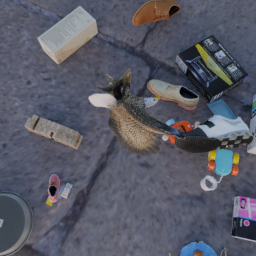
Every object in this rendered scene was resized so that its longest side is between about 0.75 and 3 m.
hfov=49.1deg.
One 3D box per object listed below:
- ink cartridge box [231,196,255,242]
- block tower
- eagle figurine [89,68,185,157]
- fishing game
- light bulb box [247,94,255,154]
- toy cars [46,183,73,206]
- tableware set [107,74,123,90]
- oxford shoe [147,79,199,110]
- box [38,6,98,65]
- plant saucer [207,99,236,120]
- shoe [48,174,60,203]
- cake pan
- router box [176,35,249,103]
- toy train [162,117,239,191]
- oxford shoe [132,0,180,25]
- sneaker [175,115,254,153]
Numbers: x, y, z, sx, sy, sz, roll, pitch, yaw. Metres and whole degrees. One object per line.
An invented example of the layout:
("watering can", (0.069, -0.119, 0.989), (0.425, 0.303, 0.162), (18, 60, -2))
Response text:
("ink cartridge box", (4.381, 2.859, 8.248), (2.500, 0.464, 1.184), (12, 72, 1))
("block tower", (-2.393, 0.112, 9.081), (1.787, 0.516, 0.483), (21, 74, 5))
("eagle figurine", (0.240, -0.319, 7.214), (1.700, 1.709, 2.252), (-27, 83, 14))
("fishing game", (2.051, 3.888, 7.987), (1.722, 0.268, 1.233), (0, 72, -2))
("light bulb box", (5.068, -0.130, 8.721), (2.097, 1.320, 2.116), (13, 73, 4))
("toy cars", (-2.115, 2.031, 8.610), (0.946, 0.210, 0.424), (-25, 74, -8))
("tableware set", (-0.263, -1.259, 9.410), (1.272, 0.841, 0.255), (45, 99, 15))
("oxford shoe", (1.530, -1.271, 9.385), (1.840, 0.679, 0.651), (23, 64, 8))
("box", (-2.110, -3.327, 10.045), (1.970, 0.766, 0.935), (-41, 77, -12))
("plant saucer", (3.214, -0.273, 9.145), (0.573, 0.155, 1.638), (-18, 52, -5))
("shoe", (-2.238, 1.753, 8.479), (0.326, 0.415, 0.913), (3, 54, -12))
("cake pan", (-3.794, 2.827, 8.283), (1.886, 0.346, 1.886), (0, 72, 0))
("router box", (2.877, -2.077, 9.733), (1.574, 0.523, 2.002), (-30, 72, -9))
("toy train", (2.287, 0.673, 8.828), (1.865, 0.690, 2.482), (-27, 71, -8))
("oxford shoe", (1.045, -4.161, 10.076), (2.062, 0.735, 0.735), (-32, 62, -21))
("sneaker", (2.425, 0.114, 8.319), (2.270, 0.841, 1.004), (-4, 54, -7))
